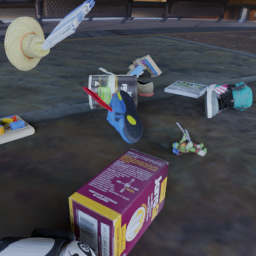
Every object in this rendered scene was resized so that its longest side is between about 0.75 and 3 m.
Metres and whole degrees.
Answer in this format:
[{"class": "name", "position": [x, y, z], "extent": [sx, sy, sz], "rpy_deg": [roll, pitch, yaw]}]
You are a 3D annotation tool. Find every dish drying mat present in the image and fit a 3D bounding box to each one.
[{"class": "dish drying mat", "position": [-0.915, -0.896, 8.386], "extent": [0.567, 0.134, 1.477], "rpy_deg": [34, 5, -34]}]

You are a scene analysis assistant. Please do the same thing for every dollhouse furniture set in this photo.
[{"class": "dollhouse furniture set", "position": [0.549, -2.714, 14.600], "extent": [1.743, 1.138, 1.646], "rpy_deg": [-46, 20, -16]}]

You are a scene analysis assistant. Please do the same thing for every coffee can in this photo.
[{"class": "coffee can", "position": [-0.557, -1.411, 10.941], "extent": [1.812, 1.326, 1.326], "rpy_deg": [-1, 27, 0]}]

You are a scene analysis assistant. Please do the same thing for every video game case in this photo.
[{"class": "video game case", "position": [2.754, -1.819, 13.030], "extent": [1.624, 0.179, 1.480], "rpy_deg": [16, 31, 30]}]

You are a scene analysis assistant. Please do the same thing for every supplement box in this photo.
[{"class": "supplement box", "position": [-0.106, 1.446, 5.362], "extent": [0.988, 1.253, 1.914], "rpy_deg": [17, 32, 28]}]

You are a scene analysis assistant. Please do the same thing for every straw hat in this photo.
[{"class": "straw hat", "position": [-3.399, -2.984, 10.268], "extent": [0.887, 2.095, 2.095], "rpy_deg": [16, 31, 18]}]

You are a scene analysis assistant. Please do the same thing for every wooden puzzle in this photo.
[{"class": "wooden puzzle", "position": [-4.067, -0.041, 9.294], "extent": [1.425, 0.356, 1.539], "rpy_deg": [-19, 33, -34]}]

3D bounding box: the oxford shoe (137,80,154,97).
[{"class": "oxford shoe", "position": [0.234, -1.882, 12.553], "extent": [1.894, 0.708, 0.667], "rpy_deg": [6, 27, 12]}]

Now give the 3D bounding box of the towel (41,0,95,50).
[{"class": "towel", "position": [-1.505, -2.639, 7.107], "extent": [1.179, 0.191, 1.605], "rpy_deg": [-17, 38, 34]}]

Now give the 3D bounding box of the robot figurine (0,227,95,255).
[{"class": "robot figurine", "position": [-1.343, 2.158, 3.982], "extent": [1.876, 1.171, 1.410], "rpy_deg": [2, 69, 4]}]

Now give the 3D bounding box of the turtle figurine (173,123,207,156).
[{"class": "turtle figurine", "position": [1.786, 0.387, 7.949], "extent": [0.917, 0.946, 0.681], "rpy_deg": [17, -9, -15]}]

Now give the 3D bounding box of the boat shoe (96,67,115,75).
[{"class": "boat shoe", "position": [-0.908, -2.356, 13.634], "extent": [0.725, 0.612, 2.034], "rpy_deg": [35, 0, -44]}]

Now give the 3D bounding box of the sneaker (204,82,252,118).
[{"class": "sneaker", "position": [3.802, -1.039, 10.555], "extent": [1.605, 1.111, 2.658], "rpy_deg": [1, 24, 24]}]

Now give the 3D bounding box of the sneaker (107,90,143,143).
[{"class": "sneaker", "position": [-0.189, -0.238, 9.443], "extent": [0.827, 0.984, 2.510], "rpy_deg": [29, 29, -32]}]
